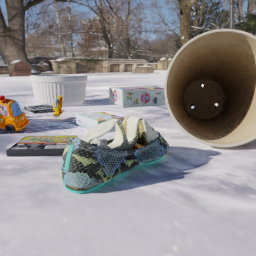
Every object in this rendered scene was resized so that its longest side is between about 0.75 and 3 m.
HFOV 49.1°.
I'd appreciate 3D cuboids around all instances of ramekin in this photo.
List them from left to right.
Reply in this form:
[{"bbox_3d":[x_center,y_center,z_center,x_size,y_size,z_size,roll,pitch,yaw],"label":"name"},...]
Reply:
[{"bbox_3d":[-3.097,-1.759,12.803,2.518,1.321,2.518,0,13,0],"label":"ramekin"}]

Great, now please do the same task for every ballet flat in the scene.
[{"bbox_3d":[-0.022,0.255,4.842,1.004,1.004,2.703,8,15,31],"label":"ballet flat"}]

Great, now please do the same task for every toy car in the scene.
[{"bbox_3d":[-3.082,-0.658,8.282,1.315,0.892,2.681,14,21,15],"label":"toy car"}]

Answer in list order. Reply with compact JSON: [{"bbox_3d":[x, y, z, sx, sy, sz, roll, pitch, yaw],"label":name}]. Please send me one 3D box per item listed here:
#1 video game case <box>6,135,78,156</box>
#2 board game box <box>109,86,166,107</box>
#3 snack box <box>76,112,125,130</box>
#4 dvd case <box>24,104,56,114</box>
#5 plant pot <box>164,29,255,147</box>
[{"bbox_3d":[-1.780,0.371,6.035,1.238,0.158,1.119,-1,13,-1],"label":"video game case"},{"bbox_3d":[0.565,-1.489,12.868,2.454,0.789,1.811,-6,13,-21],"label":"board game box"},{"bbox_3d":[-0.810,-0.203,8.127,0.929,0.346,1.306,-9,16,-35],"label":"snack box"},{"bbox_3d":[-3.439,-0.761,11.032,0.961,0.158,1.279,-10,15,-35],"label":"dvd case"},{"bbox_3d":[2.167,-0.852,7.173,2.485,2.485,2.654,2,1,7],"label":"plant pot"}]
